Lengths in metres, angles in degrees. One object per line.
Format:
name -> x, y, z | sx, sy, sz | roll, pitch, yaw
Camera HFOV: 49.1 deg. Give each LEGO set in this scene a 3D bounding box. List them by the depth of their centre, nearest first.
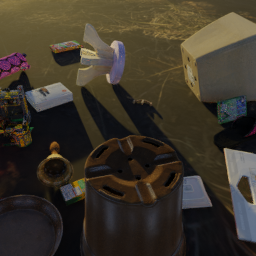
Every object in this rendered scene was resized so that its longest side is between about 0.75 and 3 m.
LEGO set -> -4.304, -0.421, 8.827 | 2.703, 1.566, 2.079 | -2, 36, -2

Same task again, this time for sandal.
sandal -> 3.787, -0.007, 9.122 | 2.451, 0.552, 0.921 | -23, 42, -29

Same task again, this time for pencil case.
pencil case -> -5.494, -2.619, 12.492 | 1.027, 0.995, 2.192 | 41, 47, 3

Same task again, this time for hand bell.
hand bell -> -2.077, 0.806, 7.986 | 0.910, 0.910, 1.748 | -8, 25, -11

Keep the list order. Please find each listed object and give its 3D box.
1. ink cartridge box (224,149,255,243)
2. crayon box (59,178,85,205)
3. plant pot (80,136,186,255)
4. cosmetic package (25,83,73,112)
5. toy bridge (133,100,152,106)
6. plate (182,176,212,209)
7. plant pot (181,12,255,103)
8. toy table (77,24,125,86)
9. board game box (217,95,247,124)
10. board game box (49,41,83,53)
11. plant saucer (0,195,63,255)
ink cartridge box -> 3.567, 1.759, 6.521 | 2.511, 0.637, 2.850 | 9, 36, 7
crayon box -> -1.291, 1.608, 7.182 | 0.788, 0.203, 0.495 | -19, 40, -23
plant pot -> 0.117, 1.550, 5.495 | 2.309, 2.285, 2.309 | 0, 37, 0
cosmetic package -> -3.087, -1.243, 11.002 | 1.492, 0.385, 1.125 | -24, 45, -29
toy bridge -> 0.569, -1.007, 10.903 | 0.769, 0.105, 0.258 | 10, 34, 14
plate -> 1.519, 1.607, 7.218 | 1.032, 0.167, 1.034 | -4, 36, -4
plant pot -> 3.593, -2.543, 11.037 | 2.430, 2.744, 2.741 | -17, 37, 0
toy table -> -1.180, -2.900, 11.744 | 1.608, 2.524, 2.746 | 8, 10, -14
board game box -> 3.662, -0.655, 9.833 | 1.157, 0.778, 0.168 | -14, 18, -19
board game box -> -3.463, -4.612, 15.827 | 1.732, 0.260, 0.827 | -19, 40, -28
plant saucer -> -2.479, 2.389, 5.957 | 2.199, 0.379, 2.199 | -1, 36, 1
